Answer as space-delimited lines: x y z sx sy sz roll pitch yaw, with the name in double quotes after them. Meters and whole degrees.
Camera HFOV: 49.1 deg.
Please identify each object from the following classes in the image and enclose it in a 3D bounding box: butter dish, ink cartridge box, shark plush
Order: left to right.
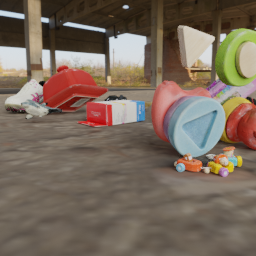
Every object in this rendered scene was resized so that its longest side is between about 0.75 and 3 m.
-2.659 -0.670 8.535 1.322 0.600 0.551 -2 36 22 "shark plush"
-2.306 -1.645 10.842 2.229 1.647 2.222 -26 -12 29 "butter dish"
-0.533 -0.505 8.974 1.949 0.655 1.132 -9 13 -39 "ink cartridge box"

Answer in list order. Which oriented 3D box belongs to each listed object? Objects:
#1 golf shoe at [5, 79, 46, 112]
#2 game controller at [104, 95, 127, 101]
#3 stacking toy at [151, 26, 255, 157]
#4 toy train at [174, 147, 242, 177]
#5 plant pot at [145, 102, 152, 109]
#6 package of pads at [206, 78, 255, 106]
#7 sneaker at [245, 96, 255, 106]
-4.307 -1.387 12.003 1.089 1.381 3.000 1 11 8 "golf shoe"
-0.592 -1.215 12.800 0.965 0.389 1.849 -5 14 7 "game controller"
1.851 -0.584 5.090 2.603 2.356 1.099 -3 22 -25 "stacking toy"
1.304 0.472 4.449 1.116 0.310 0.839 -10 15 -44 "toy train"
-0.139 -0.932 12.040 2.384 0.328 2.384 -2 7 0 "plant pot"
2.953 -1.127 8.268 2.270 0.859 1.368 -42 0 24 "package of pads"
4.054 -0.858 10.755 1.779 0.656 0.772 -4 0 21 "sneaker"
